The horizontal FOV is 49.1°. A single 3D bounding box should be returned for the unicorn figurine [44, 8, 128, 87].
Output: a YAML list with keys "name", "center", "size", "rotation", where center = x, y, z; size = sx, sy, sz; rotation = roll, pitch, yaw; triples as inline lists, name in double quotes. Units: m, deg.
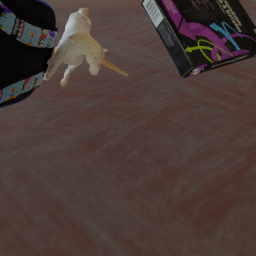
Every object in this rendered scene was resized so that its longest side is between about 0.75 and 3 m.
- name: "unicorn figurine"
  center: [-1.130, -1.710, 6.095]
  size: [0.966, 1.797, 2.617]
  rotation: [9, 55, -35]

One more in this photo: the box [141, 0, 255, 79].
- name: "box"
  center: [1.522, -1.921, 5.302]
  size: [2.228, 0.402, 1.593]
  rotation: [-21, 78, -32]

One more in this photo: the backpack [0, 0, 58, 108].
- name: "backpack"
  center: [-2.459, -1.466, 4.901]
  size: [1.719, 2.333, 2.556]
  rotation: [26, 21, 7]
